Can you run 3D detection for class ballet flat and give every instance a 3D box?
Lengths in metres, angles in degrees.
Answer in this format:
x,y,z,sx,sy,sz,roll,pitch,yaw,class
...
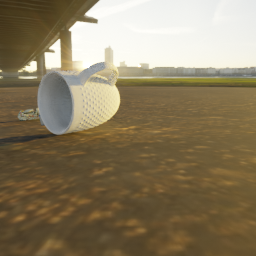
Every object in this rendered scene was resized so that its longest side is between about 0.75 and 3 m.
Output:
x,y,z,sx,sy,sz,roll,pitch,yaw,class
-3.395,-0.516,10.148,1.161,0.371,0.439,-13,41,-41,ballet flat

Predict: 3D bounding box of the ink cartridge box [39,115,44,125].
x,y,z,sx,sy,sz,roll,pitch,yaw,class
-2.283,-0.414,8.675,0.592,0.341,0.815,-4,24,14,ink cartridge box

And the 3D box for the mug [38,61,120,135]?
x,y,z,sx,sy,sz,roll,pitch,yaw,class
-1.107,-0.947,7.774,1.964,2.240,1.654,-12,60,-47,mug
